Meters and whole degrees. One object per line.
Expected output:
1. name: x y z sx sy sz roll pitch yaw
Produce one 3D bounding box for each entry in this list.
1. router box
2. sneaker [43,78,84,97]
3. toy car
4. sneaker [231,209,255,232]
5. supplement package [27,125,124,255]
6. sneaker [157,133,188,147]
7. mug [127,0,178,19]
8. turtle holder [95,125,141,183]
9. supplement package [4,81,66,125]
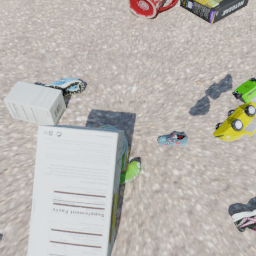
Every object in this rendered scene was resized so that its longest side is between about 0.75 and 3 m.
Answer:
1. router box: 4.021 -5.947 12.926 2.559 0.668 2.012 -34 60 -23
2. sneaker: -2.322 -1.385 9.695 1.535 0.602 0.691 -11 35 -12
3. toy car: 2.510 -0.564 5.293 2.139 2.013 0.477 -38 97 16
4. sneaker: 3.182 2.296 6.956 1.163 0.467 0.502 -13 64 1
5. supplement package: -1.013 1.408 6.005 1.558 1.618 2.845 5 92 4
6. sneaker: 1.338 0.287 8.397 0.926 0.442 0.367 -3 53 -3
7. mug: 1.293 -6.161 12.249 2.274 1.709 2.562 25 76 -8
8. turtle holder: -0.496 0.685 7.536 1.771 1.346 1.258 24 56 18
9. supplement package: -2.908 -0.749 8.885 1.535 0.900 0.897 14 54 10
